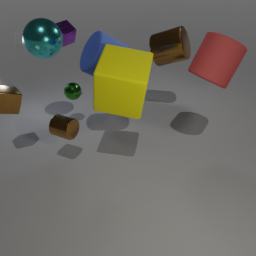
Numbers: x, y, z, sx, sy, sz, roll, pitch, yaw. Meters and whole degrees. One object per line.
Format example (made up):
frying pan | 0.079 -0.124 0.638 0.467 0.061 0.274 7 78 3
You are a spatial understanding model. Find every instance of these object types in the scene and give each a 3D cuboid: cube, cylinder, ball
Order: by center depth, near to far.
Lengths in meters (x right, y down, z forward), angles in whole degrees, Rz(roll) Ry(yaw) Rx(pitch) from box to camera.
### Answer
cube | -0.146 -1.315 8.010 1.400 1.400 1.400 12 50 2
cube | -3.845 -0.893 8.858 0.700 0.700 0.700 -1 27 -39
cylinder | -2.029 -0.031 8.924 0.700 0.700 0.700 15 33 22
cylinder | 2.908 -2.214 9.188 1.400 1.400 1.400 24 15 -7
cylinder | -0.667 -2.268 9.304 1.400 1.400 1.400 20 17 -32
ball | -3.053 -3.212 10.073 1.400 1.400 1.400 0 29 0
ball | -2.205 -1.470 11.201 0.700 0.700 0.700 0 29 0
cube | -2.688 -3.988 11.815 0.700 0.700 0.700 -34 74 -34
cylinder | 1.822 -3.491 12.039 1.400 1.400 1.400 -8 24 28
